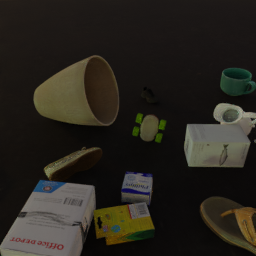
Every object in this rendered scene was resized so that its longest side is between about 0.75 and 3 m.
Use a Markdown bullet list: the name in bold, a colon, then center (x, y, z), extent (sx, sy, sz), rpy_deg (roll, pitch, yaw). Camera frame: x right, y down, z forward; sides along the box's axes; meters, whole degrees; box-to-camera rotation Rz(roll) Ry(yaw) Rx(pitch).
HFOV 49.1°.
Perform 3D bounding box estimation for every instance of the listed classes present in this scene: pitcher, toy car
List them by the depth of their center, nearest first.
- **pitcher**: center (3.904, -0.204, 9.719), extent (1.443, 1.682, 1.020), rpy_deg (11, 77, 36)
- **toy car**: center (0.852, -0.142, 10.472), extent (1.050, 1.008, 1.278), rpy_deg (16, 21, 6)

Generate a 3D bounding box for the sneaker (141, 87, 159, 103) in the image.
- **sneaker**: center (0.995, -1.538, 12.980), extent (0.446, 0.534, 1.176), rpy_deg (-18, 37, -30)

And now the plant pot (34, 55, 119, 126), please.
- **plant pot**: center (-2.171, -1.229, 10.999), extent (2.802, 2.625, 2.625), rpy_deg (-7, 28, 25)

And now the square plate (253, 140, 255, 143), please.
- **square plate**: center (5.142, 0.465, 10.181), extent (0.828, 0.119, 0.836), rpy_deg (28, 41, 37)

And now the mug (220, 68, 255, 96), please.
- **mug**: center (5.152, -2.078, 13.366), extent (1.332, 1.002, 1.621), rpy_deg (-1, 36, 2)

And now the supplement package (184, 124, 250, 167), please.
- **supplement package**: center (2.837, 0.567, 9.147), extent (1.780, 1.041, 1.044), rpy_deg (0, 33, 1)

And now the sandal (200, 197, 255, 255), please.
- **sandal**: center (3.026, 2.406, 6.461), extent (1.158, 0.779, 2.884), rpy_deg (-23, 39, -32)

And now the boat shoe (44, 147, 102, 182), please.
- **boat shoe**: center (-1.676, 1.025, 8.753), extent (1.875, 0.687, 0.588), rpy_deg (-23, 42, -31)

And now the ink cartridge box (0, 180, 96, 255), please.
- **ink cartridge box**: center (-1.735, 2.285, 6.567), extent (1.489, 0.867, 2.059), rpy_deg (5, 32, 8)

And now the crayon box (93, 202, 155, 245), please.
- **crayon box**: center (-0.126, 2.356, 6.942), extent (1.391, 0.353, 0.883), rpy_deg (-5, 32, -9)

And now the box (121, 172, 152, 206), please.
- **box**: center (0.268, 1.697, 7.901), extent (0.792, 0.452, 0.861), rpy_deg (4, 33, 8)
